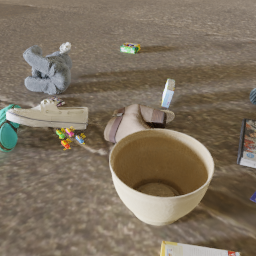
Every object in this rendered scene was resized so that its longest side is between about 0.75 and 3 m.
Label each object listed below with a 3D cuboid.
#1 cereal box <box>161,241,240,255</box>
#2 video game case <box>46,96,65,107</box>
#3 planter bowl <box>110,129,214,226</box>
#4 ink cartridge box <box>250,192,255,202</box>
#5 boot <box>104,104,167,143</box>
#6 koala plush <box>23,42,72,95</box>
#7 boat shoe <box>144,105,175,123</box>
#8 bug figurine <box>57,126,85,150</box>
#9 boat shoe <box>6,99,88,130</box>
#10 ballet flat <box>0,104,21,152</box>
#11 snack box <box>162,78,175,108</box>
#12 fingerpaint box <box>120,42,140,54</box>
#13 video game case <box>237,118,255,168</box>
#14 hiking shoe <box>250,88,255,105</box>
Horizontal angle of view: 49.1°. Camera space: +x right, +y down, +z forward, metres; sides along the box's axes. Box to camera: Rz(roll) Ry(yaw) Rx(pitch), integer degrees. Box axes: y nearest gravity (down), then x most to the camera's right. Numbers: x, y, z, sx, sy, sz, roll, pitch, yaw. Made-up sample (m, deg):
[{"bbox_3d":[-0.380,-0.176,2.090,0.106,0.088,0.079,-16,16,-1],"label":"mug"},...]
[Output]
[{"bbox_3d":[1.597,3.281,6.190,1.817,0.359,1.308,6,35,9],"label":"cereal box"},{"bbox_3d":[-3.403,-1.176,12.821,0.763,0.137,0.691,27,43,34],"label":"video game case"},{"bbox_3d":[0.848,1.470,7.582,2.618,1.762,2.618,0,35,0],"label":"planter bowl"},{"bbox_3d":[4.427,1.995,8.137,1.240,0.291,1.226,30,45,34],"label":"ink cartridge box"},{"bbox_3d":[0.152,0.322,10.006,2.150,1.033,2.941,0,47,23],"label":"boot"},{"bbox_3d":[-3.565,-3.025,13.970,2.281,2.201,2.482,18,37,4],"label":"koala plush"},{"bbox_3d":[0.980,-0.643,11.565,1.782,0.665,0.826,-3,42,-2],"label":"boat shoe"},{"bbox_3d":[-1.591,0.266,7.639,0.665,0.221,0.858,49,30,13],"label":"bug figurine"},{"bbox_3d":[-2.858,-0.596,10.276,2.914,1.017,1.033,6,12,-23],"label":"boat shoe"},{"bbox_3d":[-4.648,0.103,10.499,0.975,0.933,2.770,-24,35,8],"label":"ballet flat"},{"bbox_3d":[1.826,-1.589,12.662,0.362,0.902,1.070,14,39,0],"label":"snack box"},{"bbox_3d":[0.156,-5.317,18.580,1.058,0.388,0.883,16,38,22],"label":"fingerpaint box"},{"bbox_3d":[5.294,0.649,10.006,2.434,0.343,2.693,13,37,18],"label":"video game case"},{"bbox_3d":[6.946,-1.362,12.277,2.844,1.058,1.233,25,43,31],"label":"hiking shoe"}]
